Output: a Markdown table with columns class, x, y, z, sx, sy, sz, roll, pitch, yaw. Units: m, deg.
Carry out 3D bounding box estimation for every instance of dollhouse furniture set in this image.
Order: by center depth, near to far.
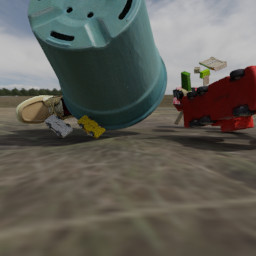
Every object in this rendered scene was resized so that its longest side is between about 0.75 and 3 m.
| class | x | y | z | sx | sy | sz | roll | pitch | yaw |
| --- | --- | --- | --- | --- | --- | --- | --- | --- | --- |
| dollhouse furniture set | 1.395 | -0.993 | 5.180 | 0.864 | 0.333 | 0.432 | -26 | 36 | -19 |

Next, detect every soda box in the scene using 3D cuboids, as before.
| class | x | y | z | sx | sy | sz | roll | pitch | yaw |
| --- | --- | --- | --- | --- | --- | --- | --- | --- | --- |
| soda box | 2.110 | -0.739 | 7.519 | 1.696 | 0.538 | 0.594 | 6 | -15 | 28 |

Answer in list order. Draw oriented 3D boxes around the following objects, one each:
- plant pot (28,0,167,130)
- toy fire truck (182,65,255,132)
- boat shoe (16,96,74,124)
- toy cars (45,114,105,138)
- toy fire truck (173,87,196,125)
| class | x | y | z | sx | sy | sz | roll | pitch | yaw |
| --- | --- | --- | --- | --- | --- | --- | --- | --- | --- |
| plant pot | -0.500 | -1.493 | 5.275 | 2.440 | 2.440 | 2.390 | 1 | -20 | 9 |
| toy fire truck | 2.117 | -0.399 | 5.215 | 1.948 | 0.673 | 2.763 | -2 | -7 | -19 |
| boat shoe | -1.763 | -0.504 | 6.854 | 1.836 | 0.680 | 0.610 | -18 | 13 | -37 |
| toy cars | -1.034 | 0.009 | 5.504 | 1.188 | 0.533 | 0.263 | 1 | -38 | -2 |
| toy fire truck | 1.331 | -0.520 | 6.701 | 0.540 | 0.840 | 0.739 | -14 | 11 | -1 |
